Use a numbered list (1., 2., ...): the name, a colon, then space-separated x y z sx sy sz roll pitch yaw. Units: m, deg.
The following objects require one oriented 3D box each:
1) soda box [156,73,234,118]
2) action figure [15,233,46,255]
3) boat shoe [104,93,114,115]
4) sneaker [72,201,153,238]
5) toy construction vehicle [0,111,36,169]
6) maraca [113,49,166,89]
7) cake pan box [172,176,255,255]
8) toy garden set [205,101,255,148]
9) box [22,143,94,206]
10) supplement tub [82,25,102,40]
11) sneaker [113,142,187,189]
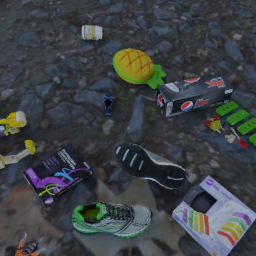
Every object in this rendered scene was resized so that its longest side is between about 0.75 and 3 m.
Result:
1. soda box: 2.734 -1.389 11.644 2.996 0.949 1.060 -13 52 -11
2. action figure: -2.847 3.798 7.773 1.312 0.686 1.269 38 64 -2
3. boat shoe: -0.781 -1.093 11.754 0.493 0.402 1.172 -6 51 -5
4. sneaker: -0.459 2.668 8.284 2.419 1.031 0.944 -4 51 -4
5. toy construction vehicle: -4.951 0.514 10.250 2.729 0.961 2.376 -19 42 -18
6. maraca: 0.526 -2.646 12.519 2.521 1.349 1.729 22 60 -9
7. cake pan box: 2.594 2.660 8.565 1.802 0.512 1.957 -35 61 -24
8. toy garden set: 4.169 0.000 10.892 1.716 0.411 2.058 -26 56 -22
9. box: -2.371 1.531 9.644 1.999 0.361 1.429 -32 58 -25
10. supplement tub: -1.879 -5.018 14.757 0.989 0.714 0.714 2 51 1
11. sneaker: 0.644 1.202 9.096 2.528 1.002 0.934 26 93 -9
